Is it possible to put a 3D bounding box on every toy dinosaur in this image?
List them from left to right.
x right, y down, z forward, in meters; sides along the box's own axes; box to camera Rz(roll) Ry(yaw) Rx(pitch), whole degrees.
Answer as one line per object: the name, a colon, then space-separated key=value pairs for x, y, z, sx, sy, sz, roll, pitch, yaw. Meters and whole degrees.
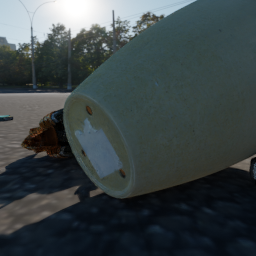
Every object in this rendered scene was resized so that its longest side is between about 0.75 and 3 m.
toy dinosaur: x=-0.991 y=0.126 z=5.303 sx=1.949 sy=1.467 sz=2.872 roll=-13 pitch=25 yaw=14

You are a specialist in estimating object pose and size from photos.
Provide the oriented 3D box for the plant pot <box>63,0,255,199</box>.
plant pot: x=0.675 y=-0.316 z=3.981 sx=2.878 sy=2.696 sz=2.696 roll=-29 pitch=25 yaw=-34

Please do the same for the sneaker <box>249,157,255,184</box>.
sneaker: x=1.920 y=0.603 z=3.451 sx=0.695 sy=0.503 sz=1.422 roll=1 pitch=7 yaw=6

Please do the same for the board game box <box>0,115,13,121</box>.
board game box: x=-5.097 y=-0.377 z=10.917 sx=1.030 sy=0.145 sz=0.697 roll=-7 pitch=11 yaw=-38
